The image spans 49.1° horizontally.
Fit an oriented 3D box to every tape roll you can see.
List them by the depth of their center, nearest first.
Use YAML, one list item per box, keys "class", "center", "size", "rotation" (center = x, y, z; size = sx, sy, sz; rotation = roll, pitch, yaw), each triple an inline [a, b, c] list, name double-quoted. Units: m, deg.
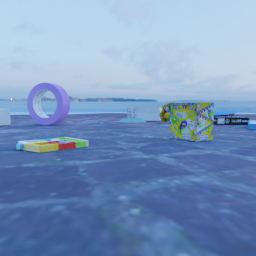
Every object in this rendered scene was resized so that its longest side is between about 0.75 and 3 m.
- class: "tape roll"
  center: [-3.826, -1.158, 13.476]
  size: [2.002, 2.002, 0.657]
  rotation: [2, 5, 19]

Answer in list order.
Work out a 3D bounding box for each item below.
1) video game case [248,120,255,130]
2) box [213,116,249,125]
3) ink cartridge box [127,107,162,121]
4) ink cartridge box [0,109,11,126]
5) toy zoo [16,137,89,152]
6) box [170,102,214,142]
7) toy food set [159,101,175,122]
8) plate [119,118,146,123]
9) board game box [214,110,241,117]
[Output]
- class: "video game case"
  center: [6.092, -0.128, 11.556]
  size: [2.088, 0.260, 2.917]
  rotation: [2, 5, 23]
- class: "box"
  center: [5.005, -0.390, 14.049]
  size: [1.625, 0.399, 1.310]
  rotation: [0, 6, -3]
- class: "ink cartridge box"
  center: [1.089, -0.864, 17.331]
  size: [1.965, 0.824, 1.725]
  rotation: [1, 4, 14]
- class: "ink cartridge box"
  center: [-6.480, -0.477, 12.506]
  size: [1.386, 0.796, 1.909]
  rotation: [3, 5, 32]
- class: "toy zoo"
  center: [-1.711, 0.356, 6.091]
  size: [0.941, 0.147, 1.434]
  rotation: [5, 7, 44]
- class: "box"
  center: [1.693, -0.191, 7.561]
  size: [0.635, 1.003, 1.042]
  rotation: [-3, 6, -33]
- class: "toy food set"
  center: [2.373, -0.892, 15.050]
  size: [0.530, 0.955, 1.623]
  rotation: [1, 23, 47]
- class: "plate"
  center: [0.245, -0.430, 15.840]
  size: [1.577, 0.201, 1.577]
  rotation: [0, 6, 0]
- class: "board game box"
  center: [4.669, -0.526, 15.246]
  size: [2.840, 0.553, 2.244]
  rotation: [-4, 6, 32]
